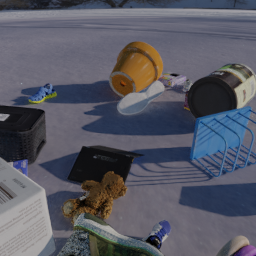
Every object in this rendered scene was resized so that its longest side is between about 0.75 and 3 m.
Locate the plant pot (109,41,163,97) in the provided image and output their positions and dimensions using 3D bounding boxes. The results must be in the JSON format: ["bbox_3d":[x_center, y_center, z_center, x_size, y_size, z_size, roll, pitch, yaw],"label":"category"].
[{"bbox_3d":[0.234,-2.761,14.094,2.406,2.406,2.203,14,47,25],"label":"plant pot"}]

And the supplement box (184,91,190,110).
[{"bbox_3d":[2.885,-1.269,12.575,0.547,0.836,0.431,-20,34,-32],"label":"supplement box"}]

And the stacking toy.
[{"bbox_3d":[2.513,2.894,4.772,0.897,0.897,2.101,-17,37,-29],"label":"stacking toy"}]

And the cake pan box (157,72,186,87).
[{"bbox_3d":[2.429,-2.794,15.986,1.400,0.366,1.289,-24,38,-37],"label":"cake pan box"}]

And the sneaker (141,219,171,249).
[{"bbox_3d":[0.605,2.335,5.874,0.967,0.558,0.391,-30,82,-30],"label":"sneaker"}]

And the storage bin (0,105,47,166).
[{"bbox_3d":[-4.208,0.155,9.186,2.680,1.256,1.812,5,26,0],"label":"storage bin"}]

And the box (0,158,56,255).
[{"bbox_3d":[-2.903,1.938,5.504,2.035,1.743,2.025,21,34,37],"label":"box"}]

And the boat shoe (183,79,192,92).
[{"bbox_3d":[3.210,-2.336,14.876,0.494,0.570,1.338,6,28,11],"label":"boat shoe"}]

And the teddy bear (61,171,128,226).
[{"bbox_3d":[-0.830,1.839,7.128,1.251,0.576,1.725,9,36,30],"label":"teddy bear"}]

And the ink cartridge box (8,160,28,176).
[{"bbox_3d":[-3.922,1.602,7.505,2.433,0.511,1.452,-11,30,-14],"label":"ink cartridge box"}]

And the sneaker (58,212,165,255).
[{"bbox_3d":[-0.246,2.666,5.239,2.660,1.023,1.179,14,44,33],"label":"sneaker"}]

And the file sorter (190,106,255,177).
[{"bbox_3d":[3.283,0.433,8.707,2.166,1.503,1.329,-13,34,-23],"label":"file sorter"}]

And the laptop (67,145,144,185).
[{"bbox_3d":[-0.609,1.187,8.729,1.723,1.066,1.840,10,58,19],"label":"laptop"}]

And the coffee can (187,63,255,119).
[{"bbox_3d":[4.001,-1.475,11.719,1.992,1.992,2.722,20,33,33],"label":"coffee can"}]

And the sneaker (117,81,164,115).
[{"bbox_3d":[0.503,-1.258,12.728,2.445,0.920,1.082,-30,4,-21],"label":"sneaker"}]

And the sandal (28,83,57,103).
[{"bbox_3d":[-4.177,-1.701,13.571,0.632,0.693,1.591,16,34,25],"label":"sandal"}]
